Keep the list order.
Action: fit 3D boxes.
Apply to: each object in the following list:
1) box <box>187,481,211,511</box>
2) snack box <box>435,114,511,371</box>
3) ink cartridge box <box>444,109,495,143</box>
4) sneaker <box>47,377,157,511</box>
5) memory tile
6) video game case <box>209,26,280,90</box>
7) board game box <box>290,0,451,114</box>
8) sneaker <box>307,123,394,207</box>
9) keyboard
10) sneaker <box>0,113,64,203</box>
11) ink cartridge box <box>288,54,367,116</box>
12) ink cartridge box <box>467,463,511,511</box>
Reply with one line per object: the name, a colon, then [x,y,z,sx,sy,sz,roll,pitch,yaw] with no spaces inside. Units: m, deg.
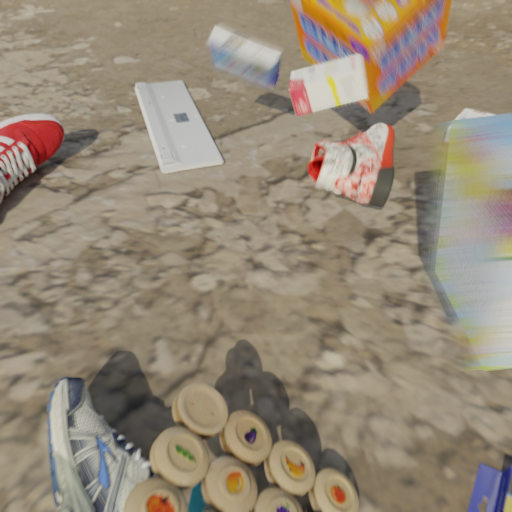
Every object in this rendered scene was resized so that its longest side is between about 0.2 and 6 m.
box: [-0.533,3.106,5.321,0.442,0.741,1.800,4,39,5]
snack box: [2.445,-0.154,5.683,0.685,2.024,1.707,-6,34,2]
ink cartridge box: [5.148,-3.070,13.442,0.790,0.365,1.451,21,42,25]
sneaker: [-1.662,2.442,6.163,1.112,1.006,2.611,-6,45,-23]
memory tile: [-0.006,2.463,5.602,2.392,0.201,1.833,34,36,-5]
video game case: [-0.202,-3.800,10.884,1.305,0.327,1.440,21,0,1]
board game box: [1.907,-3.966,9.392,1.817,1.817,1.818,-43,70,-2]
sneaker: [1.420,-1.561,8.409,1.145,0.714,2.137,15,38,0]
keyboard: [-2.056,-3.392,14.004,1.392,0.264,4.946,-6,39,-16]
sneaker: [-5.001,-1.634,10.928,3.403,1.212,1.914,-35,46,-26]
ink cartridge box: [0.865,-2.042,6.677,0.875,0.365,0.635,-11,34,16]
ink cartridge box: [2.906,2.864,6.032,1.139,0.268,1.126,20,43,21]
